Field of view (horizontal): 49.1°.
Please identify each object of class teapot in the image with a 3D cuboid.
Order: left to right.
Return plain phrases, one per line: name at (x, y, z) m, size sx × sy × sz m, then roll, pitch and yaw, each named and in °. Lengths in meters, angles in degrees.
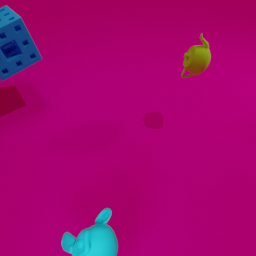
teapot at (1.772, -1.841, 7.317) m, size 0.611 × 1.248 × 0.776 m, roll 17°, pitch 34°, yaw -14°

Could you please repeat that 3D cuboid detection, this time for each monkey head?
monkey head at (-0.537, 1.704, 4.065) m, size 0.770 × 1.070 × 0.645 m, roll 5°, pitch 2°, yaw 43°

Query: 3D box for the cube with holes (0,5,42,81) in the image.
cube with holes at (-3.469, -2.390, 7.853) m, size 1.286 × 1.286 × 1.286 m, roll -35°, pitch 49°, yaw -15°
